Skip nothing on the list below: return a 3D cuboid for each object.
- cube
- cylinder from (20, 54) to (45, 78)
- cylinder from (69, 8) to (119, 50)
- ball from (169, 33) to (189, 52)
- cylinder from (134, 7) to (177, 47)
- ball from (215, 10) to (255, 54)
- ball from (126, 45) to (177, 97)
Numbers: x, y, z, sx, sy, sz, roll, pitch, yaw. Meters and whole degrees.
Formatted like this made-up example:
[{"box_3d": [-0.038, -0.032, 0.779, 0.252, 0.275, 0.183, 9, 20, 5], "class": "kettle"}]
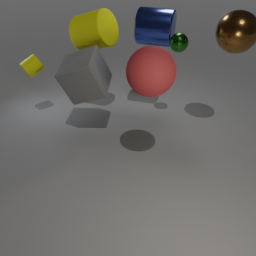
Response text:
[{"box_3d": [-1.574, -1.925, 10.282, 1.400, 1.400, 1.400, -11, 43, 20], "class": "cube"}, {"box_3d": [-3.898, -2.524, 11.408, 0.700, 0.700, 0.700, -41, 42, -8], "class": "cylinder"}, {"box_3d": [-1.310, -3.773, 10.897, 1.400, 1.400, 1.400, 0, 27, 33], "class": "cylinder"}, {"box_3d": [1.874, -3.143, 10.313, 0.700, 0.700, 0.700, 0, 31, 0], "class": "ball"}, {"box_3d": [1.087, -3.955, 10.976, 1.400, 1.400, 1.400, 10, 32, 13], "class": "cylinder"}, {"box_3d": [3.676, -3.227, 9.435, 1.400, 1.400, 1.400, 0, 31, 0], "class": "ball"}, {"box_3d": [0.638, -1.559, 7.759, 1.400, 1.400, 1.400, 0, 31, 0], "class": "ball"}]
